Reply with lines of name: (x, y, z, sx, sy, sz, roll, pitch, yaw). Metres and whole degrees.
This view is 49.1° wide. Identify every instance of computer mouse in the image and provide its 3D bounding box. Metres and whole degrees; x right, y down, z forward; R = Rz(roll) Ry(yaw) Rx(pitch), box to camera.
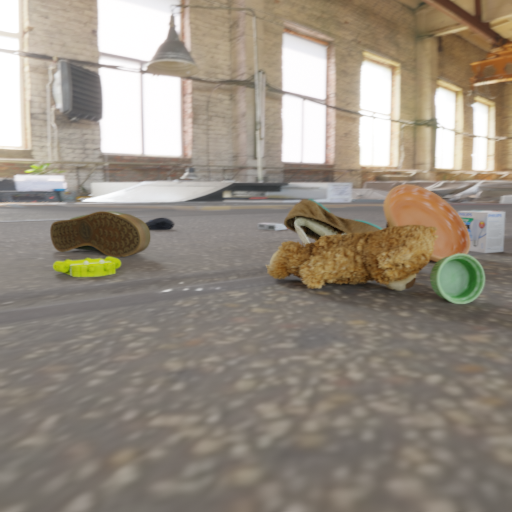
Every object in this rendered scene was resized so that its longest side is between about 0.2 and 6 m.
computer mouse: (-3.504, -0.997, 17.128, 1.971, 0.335, 0.578, -2, 20, -12)

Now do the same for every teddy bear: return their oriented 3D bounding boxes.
teddy bear: (1.254, 0.102, 7.549, 2.371, 0.792, 1.719, -5, -3, 26)

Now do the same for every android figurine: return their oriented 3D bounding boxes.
android figurine: (-2.577, 0.162, 8.605, 0.967, 0.218, 1.063, -4, 7, -34)

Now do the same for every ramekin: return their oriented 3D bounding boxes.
ramekin: (2.292, 0.260, 6.443, 0.572, 0.572, 0.279, -1, 0, -7)

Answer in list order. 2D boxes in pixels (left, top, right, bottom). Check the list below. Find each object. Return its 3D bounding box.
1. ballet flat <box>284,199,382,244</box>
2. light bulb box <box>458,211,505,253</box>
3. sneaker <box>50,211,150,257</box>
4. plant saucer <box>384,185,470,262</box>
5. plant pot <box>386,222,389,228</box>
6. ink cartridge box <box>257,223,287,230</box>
ballet flat: (1.342, -0.319, 9.651, 0.842, 0.790, 2.328, -35, 45, -24)
light bulb box: (4.615, -0.513, 11.549, 0.514, 0.823, 0.816, -3, 7, -25)
sneaker: (-2.861, -0.513, 11.200, 2.598, 0.871, 1.166, 1, 11, 34)
plant saucer: (3.031, -0.545, 10.084, 1.739, 1.739, 0.325, -4, -33, -31)
plant pot: (3.145, -0.459, 10.967, 1.083, 1.012, 1.012, 12, 11, 20)
ink cartridge box: (0.589, -0.930, 17.477, 0.724, 0.254, 0.890, 6, 13, 39)
